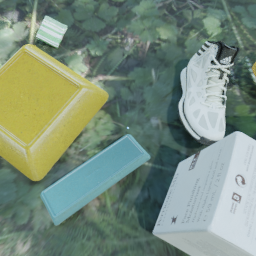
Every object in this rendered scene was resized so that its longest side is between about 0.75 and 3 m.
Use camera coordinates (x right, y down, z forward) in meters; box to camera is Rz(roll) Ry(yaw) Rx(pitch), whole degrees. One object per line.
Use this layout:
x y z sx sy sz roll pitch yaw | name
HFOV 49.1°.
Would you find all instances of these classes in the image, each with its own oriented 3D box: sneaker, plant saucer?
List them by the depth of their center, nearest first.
-0.791 1.111 6.660 2.678 0.254 0.936 -33 55 -13 | plant saucer
2.029 -1.102 6.922 1.117 1.703 2.960 10 50 -11 | sneaker
-2.500 -0.677 7.122 2.959 0.717 2.960 34 72 11 | plant saucer

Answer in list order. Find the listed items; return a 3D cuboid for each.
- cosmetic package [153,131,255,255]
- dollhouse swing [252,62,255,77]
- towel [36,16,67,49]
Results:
1.912 1.543 5.263 1.818 2.203 1.816 30 62 -5 | cosmetic package
4.246 -1.814 7.419 1.435 1.261 1.304 -45 110 -33 | dollhouse swing
-2.455 -3.111 9.050 0.776 0.119 1.017 23 59 -17 | towel
